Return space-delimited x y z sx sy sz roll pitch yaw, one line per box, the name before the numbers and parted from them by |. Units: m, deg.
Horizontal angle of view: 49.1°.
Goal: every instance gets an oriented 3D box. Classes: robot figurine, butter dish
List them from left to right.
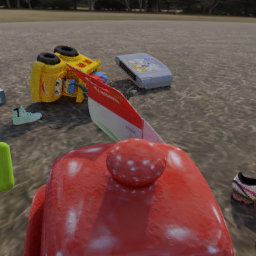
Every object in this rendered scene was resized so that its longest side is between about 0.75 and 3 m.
robot figurine | -3.198 0.958 5.110 2.084 1.374 2.376 -7 26 -18
butter dish | 0.043 1.096 3.553 2.933 2.174 2.941 -5 37 -9

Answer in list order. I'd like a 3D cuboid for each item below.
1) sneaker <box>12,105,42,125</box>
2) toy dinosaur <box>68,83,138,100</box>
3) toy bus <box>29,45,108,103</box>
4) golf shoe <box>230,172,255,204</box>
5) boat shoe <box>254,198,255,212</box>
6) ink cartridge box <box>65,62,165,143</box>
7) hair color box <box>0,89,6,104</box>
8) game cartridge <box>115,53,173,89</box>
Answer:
sneaker | -3.266 -0.483 9.075 0.944 0.557 0.347 -20 31 -38
toy dinosaur | -0.931 -1.060 9.957 2.419 0.931 1.237 9 19 6
toy bus | -2.046 -1.797 10.794 2.580 1.824 2.688 23 32 9
golf shoe | 2.665 1.263 5.399 1.280 0.589 0.465 15 29 25
boat shoe | 3.022 1.751 4.127 0.813 0.903 2.503 0 23 -27
ink cartridge box | -0.244 -0.140 5.452 0.574 2.293 1.845 -52 46 -5
hair color box | -5.618 -1.263 10.717 1.798 0.545 0.890 17 30 30
game cartridge | 0.788 -2.807 13.313 1.901 0.593 2.855 -16 43 -22
